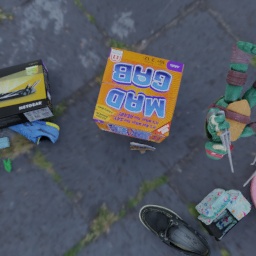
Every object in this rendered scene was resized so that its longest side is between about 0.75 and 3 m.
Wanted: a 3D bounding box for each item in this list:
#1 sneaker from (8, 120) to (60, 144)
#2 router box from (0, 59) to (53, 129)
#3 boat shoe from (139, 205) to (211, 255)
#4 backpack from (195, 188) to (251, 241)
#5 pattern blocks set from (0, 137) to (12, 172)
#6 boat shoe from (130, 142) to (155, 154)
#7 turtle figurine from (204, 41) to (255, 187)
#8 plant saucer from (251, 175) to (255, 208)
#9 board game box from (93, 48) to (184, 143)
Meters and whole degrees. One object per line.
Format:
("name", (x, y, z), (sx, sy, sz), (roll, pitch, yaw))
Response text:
("sneaker", (-2.778, 0.099, 8.034), (1.559, 0.514, 0.611), (11, 57, 0))
("router box", (-3.340, -0.912, 7.965), (2.194, 0.573, 1.725), (-15, 62, -2))
("boat shoe", (1.290, 2.847, 7.597), (2.182, 0.723, 0.815), (37, 83, 5))
("backpack", (2.532, 2.177, 7.480), (1.305, 1.158, 0.982), (-34, 85, -5))
("pattern blocks set", (-4.428, 0.989, 8.154), (2.059, 0.167, 1.810), (-4, 82, -1))
("boat shoe", (0.418, 0.609, 8.185), (0.751, 0.271, 0.272), (11, 86, 12))
("turtle figurine", (1.975, -0.177, 5.051), (1.829, 1.230, 2.443), (8, 106, -34))
("plant saucer", (4.334, 1.795, 7.888), (1.842, 0.467, 1.842), (0, 83, 0))
("board game box", (0.264, -0.765, 7.559), (1.845, 1.843, 1.844), (13, 82, 2))
